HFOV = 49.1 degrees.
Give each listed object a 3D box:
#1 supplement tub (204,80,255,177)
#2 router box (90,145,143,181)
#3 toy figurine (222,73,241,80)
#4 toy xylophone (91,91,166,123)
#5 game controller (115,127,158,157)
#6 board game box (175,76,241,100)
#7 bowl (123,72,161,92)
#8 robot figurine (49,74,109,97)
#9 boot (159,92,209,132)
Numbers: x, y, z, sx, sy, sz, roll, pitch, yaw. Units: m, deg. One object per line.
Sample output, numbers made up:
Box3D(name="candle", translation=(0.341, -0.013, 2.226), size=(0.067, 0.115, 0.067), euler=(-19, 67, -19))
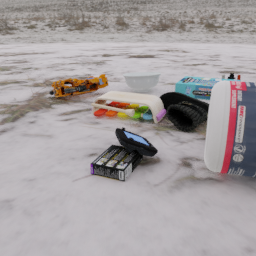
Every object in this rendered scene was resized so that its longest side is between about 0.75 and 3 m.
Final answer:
Box3D(name="supplement tub", translation=(3.086, 0.084, 5.745), size=(2.821, 1.980, 1.980), euler=(6, 21, 14))
Box3D(name="router box", translation=(-0.227, 0.756, 6.364), size=(0.827, 0.283, 1.109), euler=(9, 22, 22))
Box3D(name="toy figurine", translation=(5.301, -2.436, 14.460), size=(0.867, 0.613, 0.881), euler=(-13, 25, -17))
Box3D(name="toy xylophone", translation=(-0.136, -0.707, 9.674), size=(2.681, 0.674, 1.963), euler=(13, 27, 31))
Box3D(name="game controller", translation=(0.167, 0.310, 6.870), size=(0.900, 0.363, 1.724), euler=(11, 8, -9))
Box3D(name="board game box", translation=(3.640, -1.808, 12.682), size=(2.594, 0.609, 1.958), euler=(9, 22, 22))
Box3D(name="bowl", translation=(0.675, -2.165, 13.239), size=(1.823, 0.819, 1.823), euler=(-3, 16, 1))
Box3D(name="robot figurine", translation=(-2.220, -1.885, 12.443), size=(1.849, 0.742, 2.550), euler=(1, 14, 44))
Box3D(name="boot", translation=(1.590, -0.597, 9.207), size=(2.128, 0.801, 1.591), euler=(16, 26, 36))
